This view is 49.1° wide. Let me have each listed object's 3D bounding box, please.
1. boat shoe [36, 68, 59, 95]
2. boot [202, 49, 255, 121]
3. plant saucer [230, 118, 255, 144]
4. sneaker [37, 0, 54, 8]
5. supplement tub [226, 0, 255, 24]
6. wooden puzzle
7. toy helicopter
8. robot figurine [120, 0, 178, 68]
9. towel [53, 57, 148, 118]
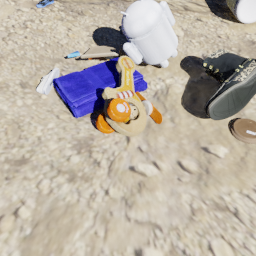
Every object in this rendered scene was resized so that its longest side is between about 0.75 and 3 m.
[{"bbox_3d":[-2.825,-1.686,9.851,0.448,0.455,1.283,12,54,7],"label":"boat shoe"},{"bbox_3d":[3.033,-1.489,9.001,2.699,0.974,2.038,-38,41,-10],"label":"boot"},{"bbox_3d":[3.587,0.054,8.381,1.012,0.149,1.012,1,47,-1],"label":"plant saucer"},{"bbox_3d":[-4.307,-6.591,14.497,0.380,0.422,1.083,30,53,25],"label":"sneaker"},{"bbox_3d":[5.549,-6.057,13.258,1.475,1.475,2.034,-2,47,-2],"label":"supplement tub"},{"bbox_3d":[-0.896,-2.910,10.766,2.466,0.288,1.664,3,29,20],"label":"wooden puzzle"},{"bbox_3d":[0.084,-1.037,8.639,1.845,1.100,2.789,12,60,-24],"label":"toy helicopter"},{"bbox_3d":[0.754,-3.290,9.768,1.504,2.663,2.259,29,77,44],"label":"robot figurine"},{"bbox_3d":[-0.962,-1.554,9.522,2.793,0.692,2.062,-24,52,-21],"label":"towel"}]
